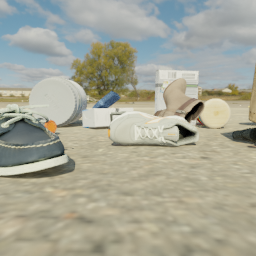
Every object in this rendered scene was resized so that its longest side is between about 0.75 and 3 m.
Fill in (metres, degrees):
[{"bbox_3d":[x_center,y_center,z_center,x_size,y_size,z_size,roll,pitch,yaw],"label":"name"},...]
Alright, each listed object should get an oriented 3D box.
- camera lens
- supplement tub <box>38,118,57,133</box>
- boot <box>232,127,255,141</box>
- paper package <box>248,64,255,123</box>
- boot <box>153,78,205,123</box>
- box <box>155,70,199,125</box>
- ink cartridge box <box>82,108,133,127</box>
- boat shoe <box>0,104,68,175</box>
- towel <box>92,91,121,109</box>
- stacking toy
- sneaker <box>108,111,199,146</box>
[{"bbox_3d":[-2.594,-1.000,10.761,1.808,1.808,2.260,0,6,1],"label":"camera lens"},{"bbox_3d":[-2.364,-0.041,7.666,0.782,0.479,0.479,2,6,32],"label":"supplement tub"},{"bbox_3d":[3.176,0.111,6.630,1.217,0.412,0.795,0,0,-14],"label":"boot"},{"bbox_3d":[4.108,-0.519,5.352,2.681,1.387,2.556,-2,16,-39],"label":"paper package"},{"bbox_3d":[1.531,-0.671,7.823,0.687,1.957,1.431,42,-18,-28],"label":"boot"},{"bbox_3d":[1.919,-1.189,11.100,1.666,2.137,0.440,-1,5,-10],"label":"box"},{"bbox_3d":[-0.546,-0.374,10.035,1.904,0.646,1.104,-3,1,-31],"label":"ink cartridge box"},{"bbox_3d":[-1.746,0.070,4.229,1.052,0.869,2.810,-3,6,-34],"label":"boat shoe"},{"bbox_3d":[-0.838,-0.974,10.563,1.073,0.260,0.599,-36,-26,19],"label":"towel"},{"bbox_3d":[3.099,-0.499,10.655,1.037,1.037,2.429,1,1,6],"label":"stacking toy"},{"bbox_3d":[0.567,0.048,5.686,1.915,0.725,0.881,-3,10,-19],"label":"sneaker"}]
